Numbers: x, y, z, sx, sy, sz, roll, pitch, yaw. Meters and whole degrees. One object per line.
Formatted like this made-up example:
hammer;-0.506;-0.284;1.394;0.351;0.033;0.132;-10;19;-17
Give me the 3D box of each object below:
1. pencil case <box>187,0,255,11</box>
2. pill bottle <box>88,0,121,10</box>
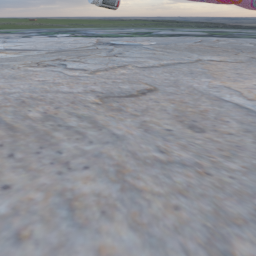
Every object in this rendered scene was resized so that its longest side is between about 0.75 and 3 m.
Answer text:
pencil case;1.870;-2.801;5.214;2.615;1.143;1.143;8;23;-5
pill bottle;-0.731;-3.968;8.594;0.924;0.526;0.526;-4;21;-36
